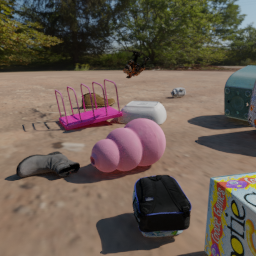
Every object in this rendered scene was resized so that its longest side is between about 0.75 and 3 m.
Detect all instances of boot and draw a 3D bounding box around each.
[{"bbox_3d":[-1.585,-1.570,15.480,2.097,0.791,0.772,-10,16,-36],"label":"boot"},{"bbox_3d":[-1.890,0.935,6.725,0.875,0.464,1.329,20,29,40],"label":"boot"}]

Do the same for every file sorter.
[{"bbox_3d":[-1.688,-1.069,11.591,2.353,1.475,1.635,-15,20,-20],"label":"file sorter"}]

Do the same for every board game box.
[{"bbox_3d":[1.974,1.489,3.015,1.217,1.239,2.363,-4,15,-14],"label":"board game box"}]

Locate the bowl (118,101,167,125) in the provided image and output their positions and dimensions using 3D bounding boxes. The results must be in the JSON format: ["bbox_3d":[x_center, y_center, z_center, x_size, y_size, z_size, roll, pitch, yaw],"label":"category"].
[{"bbox_3d":[0.660,-0.725,12.390,2.002,0.748,2.005,4,17,16],"label":"bowl"}]

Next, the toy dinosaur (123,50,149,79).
[{"bbox_3d":[0.282,-2.394,10.887,0.773,1.027,1.513,27,20,0],"label":"toy dinosaur"}]

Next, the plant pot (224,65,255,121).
[{"bbox_3d":[5.388,-1.310,11.997,2.318,2.276,2.270,-19,23,-31],"label":"plant pot"}]

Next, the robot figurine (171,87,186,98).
[{"bbox_3d":[3.397,-2.374,18.739,1.139,0.643,0.966,-11,-15,-35],"label":"robot figurine"}]

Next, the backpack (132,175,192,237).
[{"bbox_3d":[0.502,1.289,4.675,0.895,0.719,0.978,-3,29,-9],"label":"backpack"}]

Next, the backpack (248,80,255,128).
[{"bbox_3d":[5.456,-0.753,9.128,2.143,2.781,2.649,-14,27,-21],"label":"backpack"}]

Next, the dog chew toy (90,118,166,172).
[{"bbox_3d":[-0.025,0.504,7.013,2.014,1.254,1.254,-19,23,-33],"label":"dog chew toy"}]
